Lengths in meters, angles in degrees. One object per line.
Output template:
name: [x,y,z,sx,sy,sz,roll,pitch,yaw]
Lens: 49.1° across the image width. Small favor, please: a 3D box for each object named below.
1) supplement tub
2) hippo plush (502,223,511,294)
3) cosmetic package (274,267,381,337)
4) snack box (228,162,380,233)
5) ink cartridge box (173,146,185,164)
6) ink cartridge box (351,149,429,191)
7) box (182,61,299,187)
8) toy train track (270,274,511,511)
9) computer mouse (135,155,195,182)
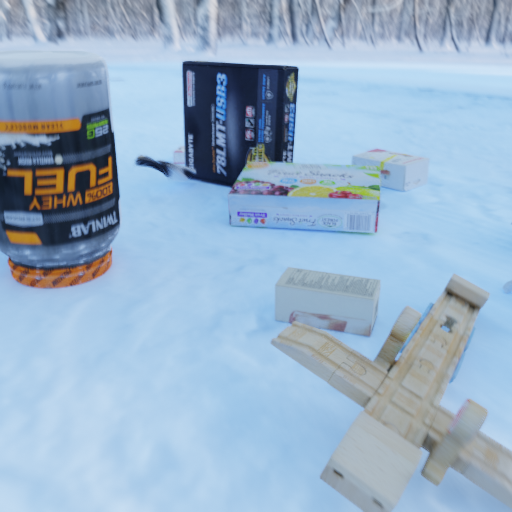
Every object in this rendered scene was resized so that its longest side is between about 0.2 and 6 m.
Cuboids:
supplement tub: [-2.779,-1.165,7.534,1.803,2.942,1.803,0,24,0]
hippo plush: [4.621,-0.212,6.321,2.546,2.028,2.047,-1,18,-5]
cosmetic package: [0.849,0.531,6.675,1.165,0.508,0.602,9,25,19]
snack box: [0.925,-1.110,10.124,2.545,0.674,1.810,4,27,10]
ink cartridge box: [-1.747,-2.540,14.094,0.535,0.311,0.734,3,22,5]
ink cartridge box: [2.921,-1.898,12.243,1.006,0.578,1.386,-21,31,-40]
box: [-0.398,-2.694,11.639,2.509,2.527,0.628,14,24,28]
toy train track: [1.650,0.782,5.035,2.295,0.651,4.002,32,27,18]
computer mouse: [-1.749,-1.723,11.423,0.867,0.347,1.582,18,7,21]
